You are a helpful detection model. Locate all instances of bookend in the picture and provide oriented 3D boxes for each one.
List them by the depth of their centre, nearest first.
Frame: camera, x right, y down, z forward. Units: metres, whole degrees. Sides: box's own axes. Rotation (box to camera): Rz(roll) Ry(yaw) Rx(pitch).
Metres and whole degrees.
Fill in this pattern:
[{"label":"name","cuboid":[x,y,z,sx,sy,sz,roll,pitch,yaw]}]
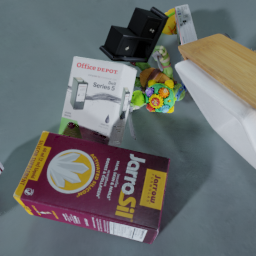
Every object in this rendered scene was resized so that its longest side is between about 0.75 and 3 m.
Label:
[{"label":"bookend","cuboid":[0.148,-2.244,6.621,1.246,1.254,0.578,-10,47,-45]}]

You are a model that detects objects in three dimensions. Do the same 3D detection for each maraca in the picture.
[{"label":"maraca","cuboid":[1.339,-3.304,8.840,1.380,0.946,0.738,-26,70,-12]}]

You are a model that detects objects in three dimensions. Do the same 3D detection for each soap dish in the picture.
[{"label":"soap dish","cuboid":[2.387,-0.388,5.671,1.194,2.940,2.313,-41,44,7]}]

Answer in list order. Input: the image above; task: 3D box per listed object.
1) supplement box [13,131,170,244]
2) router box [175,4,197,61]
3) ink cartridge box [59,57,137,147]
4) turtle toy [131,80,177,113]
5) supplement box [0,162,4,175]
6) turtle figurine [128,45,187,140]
[{"label":"supplement box","cuboid":[-0.643,1.228,5.850,2.765,1.184,1.526,12,58,5]},{"label":"router box","cuboid":[1.689,-2.425,8.050,0.390,1.434,1.598,-9,57,9]},{"label":"ink cartridge box","cuboid":[-0.710,-0.617,6.592,1.370,0.791,1.883,14,95,22]},{"label":"turtle toy","cuboid":[0.635,-0.732,6.911,1.152,0.839,0.582,6,26,24]},{"label":"supplement box","cuboid":[-3.267,1.387,5.762,0.521,0.932,1.712,21,64,-4]},{"label":"turtle figurine","cuboid":[0.253,-1.357,7.199,2.274,1.687,2.345,34,50,29]}]
